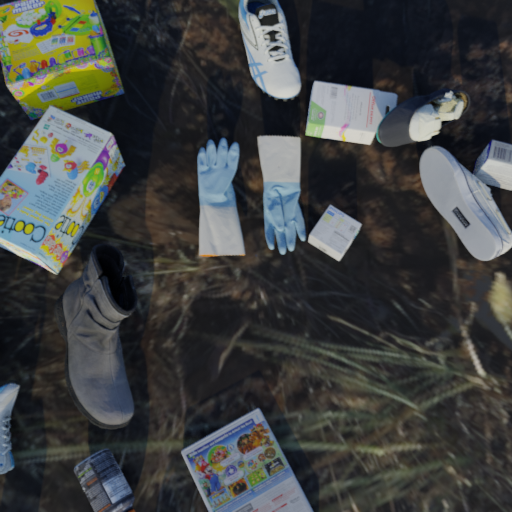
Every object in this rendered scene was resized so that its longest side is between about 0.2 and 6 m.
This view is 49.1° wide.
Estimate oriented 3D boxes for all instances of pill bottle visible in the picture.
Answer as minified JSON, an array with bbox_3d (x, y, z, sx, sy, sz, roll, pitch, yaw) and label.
[{"bbox_3d":[-2.436,3.876,9.209,0.651,0.651,1.225,-31,74,-10],"label":"pill bottle"}]

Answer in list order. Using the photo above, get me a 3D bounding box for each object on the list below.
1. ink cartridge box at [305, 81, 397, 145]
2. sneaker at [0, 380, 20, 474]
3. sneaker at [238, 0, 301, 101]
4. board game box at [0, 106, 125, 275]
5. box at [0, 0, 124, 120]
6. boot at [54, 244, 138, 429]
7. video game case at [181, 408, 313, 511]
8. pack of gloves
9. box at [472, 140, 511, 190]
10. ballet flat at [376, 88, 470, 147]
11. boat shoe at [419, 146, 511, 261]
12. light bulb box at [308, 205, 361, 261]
[{"bbox_3d":[1.942,-2.895,11.476,1.724,0.580,1.010,9,75,1],"label":"ink cartridge box"},{"bbox_3d":[-4.404,3.165,9.467,0.912,0.789,2.106,24,81,1],"label":"sneaker"},{"bbox_3d":[0.252,-4.571,11.851,1.012,1.021,2.816,-15,74,-6],"label":"sneaker"},{"bbox_3d":[-3.796,-1.205,10.519,1.365,1.341,2.603,26,73,5],"label":"board game box"},{"bbox_3d":[-4.080,-4.222,11.586,2.059,1.256,1.983,-17,72,-5],"label":"box"},{"bbox_3d":[-2.502,1.324,9.279,0.964,1.819,2.764,-8,62,-47],"label":"boot"},{"bbox_3d":[-0.116,3.904,9.444,1.531,0.193,2.138,-27,74,-8],"label":"video game case"},{"bbox_3d":[-0.116,-1.159,11.110,2.089,0.491,2.486,0,76,-10],"label":"pack of gloves"},{"bbox_3d":[4.803,-1.764,10.951,0.836,0.909,0.477,16,72,5],"label":"box"},{"bbox_3d":[3.364,-2.724,10.883,2.412,0.881,0.881,-30,73,-32],"label":"ballet flat"},{"bbox_3d":[4.113,-1.096,10.848,0.863,0.877,2.473,-18,68,-30],"label":"boat shoe"},{"bbox_3d":[1.501,-0.435,10.728,0.734,0.462,0.741,33,77,10],"label":"light bulb box"}]
